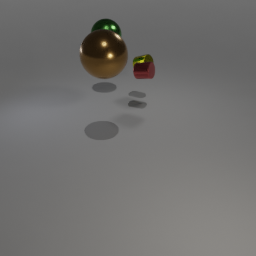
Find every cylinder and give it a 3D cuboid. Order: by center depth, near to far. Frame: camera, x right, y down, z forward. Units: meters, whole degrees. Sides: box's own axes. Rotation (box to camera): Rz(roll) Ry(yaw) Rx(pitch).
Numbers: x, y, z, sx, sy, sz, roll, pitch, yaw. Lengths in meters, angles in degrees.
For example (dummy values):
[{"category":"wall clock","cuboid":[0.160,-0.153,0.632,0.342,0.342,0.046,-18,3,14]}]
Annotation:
[{"category":"cylinder","cuboid":[0.676,-2.392,11.648,0.700,0.700,0.700,5,28,29]},{"category":"cylinder","cuboid":[0.692,-2.959,12.776,0.700,0.700,0.700,1,23,44]}]

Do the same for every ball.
[{"category":"ball","cuboid":[-0.698,-2.123,8.113,1.400,1.400,1.400,0,30,0]},{"category":"ball","cuboid":[-0.981,-4.173,12.593,1.400,1.400,1.400,0,30,0]}]
